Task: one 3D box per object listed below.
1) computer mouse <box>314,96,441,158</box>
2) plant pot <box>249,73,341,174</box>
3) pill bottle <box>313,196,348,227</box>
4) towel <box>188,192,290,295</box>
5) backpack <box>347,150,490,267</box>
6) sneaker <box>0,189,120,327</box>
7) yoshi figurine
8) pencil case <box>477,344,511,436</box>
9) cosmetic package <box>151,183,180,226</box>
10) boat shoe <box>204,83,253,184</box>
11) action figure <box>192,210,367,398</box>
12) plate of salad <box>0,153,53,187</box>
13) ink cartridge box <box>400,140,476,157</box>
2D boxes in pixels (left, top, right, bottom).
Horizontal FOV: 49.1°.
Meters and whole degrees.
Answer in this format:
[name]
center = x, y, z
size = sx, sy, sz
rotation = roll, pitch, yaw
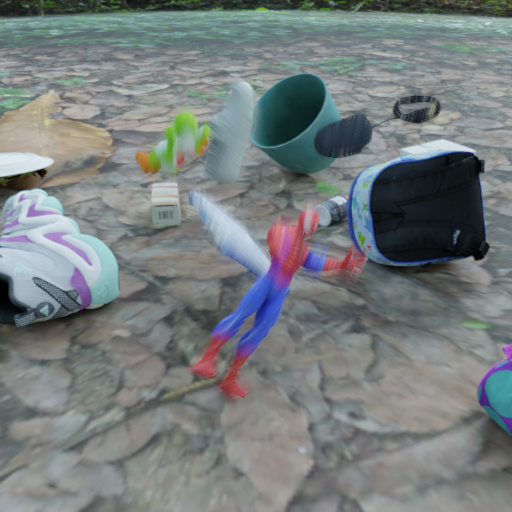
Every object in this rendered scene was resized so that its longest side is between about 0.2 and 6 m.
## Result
[computer mouse]
center = 2.120, -2.317, 9.917
size = 2.280, 0.668, 0.388
rotation = -19, -2, 12
[plant pot]
center = 1.114, -2.984, 13.492
size = 2.123, 1.704, 2.123
rotation = -18, 54, 26
[pill bottle]
center = 1.643, -0.959, 11.576
size = 0.893, 0.474, 0.474
rotation = -25, 38, -36
[towel]
center = -0.298, -0.207, 8.750
size = 0.230, 1.419, 1.932
rotation = -47, 39, 7
[backpack]
center = 2.700, -0.794, 9.885
size = 2.179, 1.994, 1.602
rotation = -9, 9, -16
[sneaker]
center = -4.030, 0.044, 8.950
size = 2.387, 1.326, 3.412
rotation = -24, 37, -37
[yoshi figurine]
center = -1.434, -1.964, 9.508
size = 1.311, 0.734, 0.737
rotation = -29, 51, 9
[pencil case]
center = 3.403, 1.930, 5.992
size = 0.904, 0.981, 2.123
rotation = -17, 32, -18
[cosmetic package]
center = -1.909, -1.096, 11.799
size = 0.582, 0.491, 1.126
rotation = -5, 30, -8
[boat shoe]
center = -0.596, -2.434, 11.154
size = 0.730, 2.049, 0.715
rotation = 3, 24, -26
[action figure]
center = 0.365, 0.501, 7.089
size = 1.310, 0.864, 2.648
rotation = 1, 57, 52
[plate of salad]
center = -6.140, -1.968, 13.213
size = 2.636, 0.633, 2.636
rotation = -2, 19, 1
[ink cartridge box]
center = 4.040, -1.913, 12.685
size = 1.396, 1.028, 1.010
rotation = -18, 35, -27
